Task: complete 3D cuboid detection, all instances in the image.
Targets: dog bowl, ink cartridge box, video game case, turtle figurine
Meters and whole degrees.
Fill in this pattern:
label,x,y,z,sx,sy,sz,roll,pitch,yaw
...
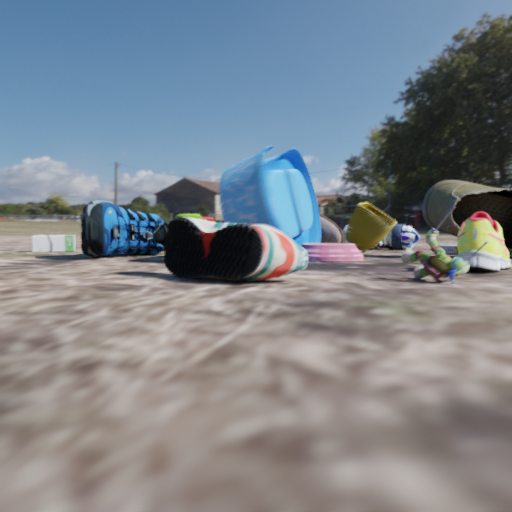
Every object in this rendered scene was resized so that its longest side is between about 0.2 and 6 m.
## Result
label,x,y,z,sx,sy,sz,roll,pitch,yaw
dog bowl,0.302,-0.809,9.169,0.792,1.780,3.193,-13,5,20
ink cartridge box,-4.600,-0.279,12.722,0.908,0.383,0.663,-1,3,-17
video game case,4.659,-0.128,11.408,1.417,0.200,1.568,3,4,44
turtle figurine,1.810,-0.023,5.442,0.507,0.704,0.683,17,-14,-26

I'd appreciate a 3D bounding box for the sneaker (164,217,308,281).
label,x,y,z,sx,sy,sz,roll,pitch,yaw
sneaker,-0.246,-0.026,5.802,0.858,0.646,1.836,10,-3,-38

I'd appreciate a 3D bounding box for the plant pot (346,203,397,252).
label,x,y,z,sx,sy,sz,roll,pitch,yaw
plant pot,2.477,-0.588,12.440,0.844,0.864,0.839,36,20,15

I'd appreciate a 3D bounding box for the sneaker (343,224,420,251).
label,x,y,z,sx,sy,sz,roll,pitch,yaw
sneaker,3.118,-0.496,13.520,1.806,0.728,1.322,5,-5,-40

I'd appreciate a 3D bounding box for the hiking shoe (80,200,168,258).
label,x,y,z,sx,sy,sz,roll,pitch,yaw
hiking shoe,-2.286,-0.506,10.394,1.225,1.051,2.824,0,3,8

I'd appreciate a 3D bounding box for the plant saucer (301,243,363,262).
label,x,y,z,sx,sy,sz,roll,pitch,yaw
plant saucer,1.173,-0.060,9.131,1.132,0.287,1.132,0,2,0

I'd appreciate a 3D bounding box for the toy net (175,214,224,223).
label,x,y,z,sx,sy,sz,roll,pitch,yaw
toy net,-0.359,-0.551,14.461,2.455,0.904,4.680,-2,0,15

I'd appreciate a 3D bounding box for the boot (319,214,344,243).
label,x,y,z,sx,sy,sz,roll,pitch,yaw
boot,0.243,-0.330,10.879,1.784,0.857,2.440,-11,10,-33

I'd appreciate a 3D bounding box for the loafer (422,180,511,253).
label,x,y,z,sx,sy,sz,roll,pitch,yaw
loafer,4.770,-0.565,9.789,3.561,1.354,1.201,4,17,9

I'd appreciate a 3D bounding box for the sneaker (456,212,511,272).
label,x,y,z,sx,sy,sz,roll,pitch,yaw
sneaker,2.837,-0.180,6.979,0.629,0.727,1.610,-1,1,23
